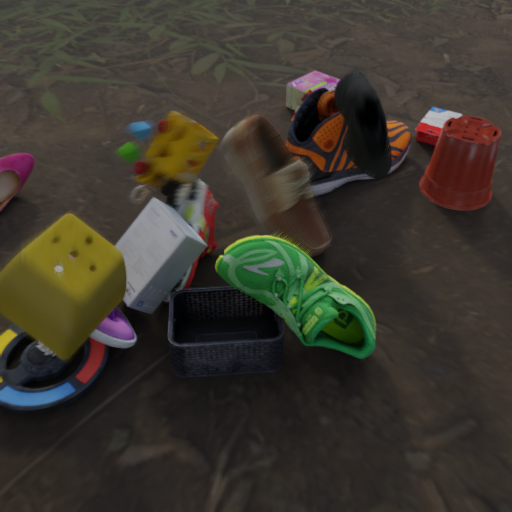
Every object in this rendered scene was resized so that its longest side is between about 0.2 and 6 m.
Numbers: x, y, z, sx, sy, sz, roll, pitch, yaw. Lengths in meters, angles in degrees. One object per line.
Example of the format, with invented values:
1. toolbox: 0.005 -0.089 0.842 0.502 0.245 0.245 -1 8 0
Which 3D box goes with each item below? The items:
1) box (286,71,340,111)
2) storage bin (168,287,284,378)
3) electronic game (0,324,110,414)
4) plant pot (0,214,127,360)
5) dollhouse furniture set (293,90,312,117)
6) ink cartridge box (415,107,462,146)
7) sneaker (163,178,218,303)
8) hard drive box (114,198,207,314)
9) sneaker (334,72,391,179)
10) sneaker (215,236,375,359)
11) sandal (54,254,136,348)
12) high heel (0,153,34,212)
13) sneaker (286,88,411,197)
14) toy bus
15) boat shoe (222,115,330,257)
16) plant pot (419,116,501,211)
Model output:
1. box: 1.693 -4.253 14.907 1.377 0.666 1.211 34 52 31
2. storage bin: -0.468 1.164 8.748 1.720 0.806 1.163 -3 42 -4
3. electronic game: -3.222 1.565 8.592 1.913 0.398 1.913 0 41 0
4. plant pot: -2.631 0.289 7.769 1.432 1.263 1.432 38 48 -2
5. dollhouse furniture set: 1.842 -3.501 13.789 1.936 1.042 0.787 13 43 14
6. ink cartridge box: 4.458 -3.110 13.784 0.787 0.455 1.354 23 46 23
7. sneaker: -1.141 -0.229 10.207 0.980 1.081 2.546 -9 55 32
8. hard drive box: -1.735 -0.003 9.350 1.520 0.584 1.184 -50 54 9
9. sneaker: 1.964 -2.119 9.827 0.794 2.090 0.949 -28 39 5
10. sneaker: 0.718 0.612 8.291 2.788 1.033 1.165 29 16 -14
11. sandal: -2.865 0.410 9.227 2.941 0.723 1.197 41 16 35
12. high heel: -5.167 -1.220 11.307 1.169 0.821 2.437 15 48 31
13. sneaker: 2.148 -2.704 12.161 3.575 2.003 1.387 -27 49 -27
14. toy bus: -1.444 -1.662 10.034 1.637 1.735 0.897 -34 58 -26
15. boat shoe: 0.467 -1.286 10.359 1.104 1.047 2.916 -37 91 -39
16. plant pot: 4.348 -2.013 11.775 1.542 1.500 1.542 0 42 0
